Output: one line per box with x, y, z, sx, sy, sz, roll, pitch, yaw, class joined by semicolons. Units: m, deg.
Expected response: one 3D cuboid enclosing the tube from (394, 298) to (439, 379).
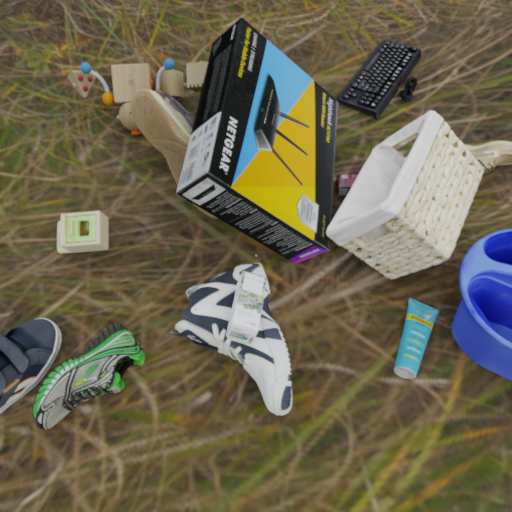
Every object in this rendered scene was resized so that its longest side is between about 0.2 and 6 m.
2.777;1.437;9.803;0.567;0.369;1.463;27;57;0;tube

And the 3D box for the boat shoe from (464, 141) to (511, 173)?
4.727;-1.989;11.698;1.803;0.651;0.586;0;66;5;boat shoe

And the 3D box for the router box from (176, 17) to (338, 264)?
0.225;-2.180;10.649;2.883;0.987;3.865;30;53;-33;router box

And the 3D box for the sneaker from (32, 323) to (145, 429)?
-2.717;2.031;9.143;0.879;0.806;2.065;38;65;20;sneaker

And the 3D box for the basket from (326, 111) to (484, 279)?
2.760;-1.024;10.190;1.586;1.743;2.572;40;60;-13;basket

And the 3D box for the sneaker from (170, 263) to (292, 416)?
-0.475;1.461;9.337;1.794;1.100;2.757;-13;62;-4;sneaker

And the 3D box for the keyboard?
3.111;-4.191;13.198;1.497;0.320;2.493;28;64;16;keyboard

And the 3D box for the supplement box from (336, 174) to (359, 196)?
1.949;-1.463;11.550;0.561;0.290;0.367;-1;59;-1;supplement box

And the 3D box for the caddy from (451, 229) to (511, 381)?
4.929;0.934;9.257;3.339;1.753;2.361;24;61;14;caddy

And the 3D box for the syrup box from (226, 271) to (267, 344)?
-0.147;0.809;8.896;0.422;0.437;1.072;17;51;-7;syrup box

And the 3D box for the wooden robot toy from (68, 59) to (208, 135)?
-2.514;-3.430;12.472;3.310;1.458;1.502;-3;94;-2;wooden robot toy

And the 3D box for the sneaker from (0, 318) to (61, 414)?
-4.258;1.933;9.105;0.995;1.007;2.536;28;61;17;sneaker

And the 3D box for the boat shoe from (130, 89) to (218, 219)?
-1.289;-2.097;11.086;2.942;1.058;0.953;52;43;3;boat shoe

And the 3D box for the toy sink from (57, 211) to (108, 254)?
-3.372;-0.445;10.605;1.008;0.565;0.657;-3;79;4;toy sink
